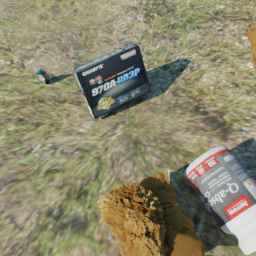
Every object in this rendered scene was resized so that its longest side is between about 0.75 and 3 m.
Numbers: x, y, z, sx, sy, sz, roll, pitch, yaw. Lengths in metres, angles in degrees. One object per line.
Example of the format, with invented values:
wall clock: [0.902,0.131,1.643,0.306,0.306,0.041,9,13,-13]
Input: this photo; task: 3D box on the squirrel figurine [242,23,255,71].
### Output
squirrel figurine: [4.405,-2.637,9.277,1.163,1.643,1.533,-14,43,1]

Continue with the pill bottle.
pill bottle: [2.230,1.478,5.951,1.169,1.169,2.018,-23,61,-19]

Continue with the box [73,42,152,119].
box: [-0.398,-1.345,8.043,1.943,1.545,0.447,-27,33,-13]

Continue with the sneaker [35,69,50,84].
sneaker: [-2.718,-1.634,8.980,0.280,0.784,0.313,-6,79,11]

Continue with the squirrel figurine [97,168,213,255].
squirrel figurine: [0.495,1.641,5.208,1.481,2.093,1.954,-29,47,29]
